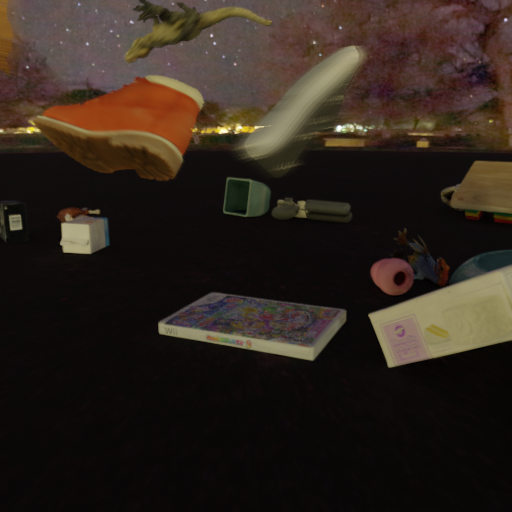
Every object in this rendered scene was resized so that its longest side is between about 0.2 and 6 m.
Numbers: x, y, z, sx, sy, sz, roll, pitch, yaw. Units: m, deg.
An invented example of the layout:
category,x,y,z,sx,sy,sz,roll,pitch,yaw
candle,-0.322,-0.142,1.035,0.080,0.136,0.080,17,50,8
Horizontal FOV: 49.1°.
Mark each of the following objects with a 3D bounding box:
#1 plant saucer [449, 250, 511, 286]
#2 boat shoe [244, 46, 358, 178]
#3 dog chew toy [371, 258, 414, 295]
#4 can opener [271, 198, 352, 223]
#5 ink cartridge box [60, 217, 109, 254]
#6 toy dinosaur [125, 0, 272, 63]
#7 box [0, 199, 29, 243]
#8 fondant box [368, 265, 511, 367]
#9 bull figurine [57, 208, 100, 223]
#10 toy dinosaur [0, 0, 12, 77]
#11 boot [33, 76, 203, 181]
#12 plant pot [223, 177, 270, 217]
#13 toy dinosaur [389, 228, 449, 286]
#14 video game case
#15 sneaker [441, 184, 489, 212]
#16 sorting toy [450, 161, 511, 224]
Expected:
category,x,y,z,sx,sy,sz,roll,pitch,yaw
plant saucer,4.078,0.323,7.541,2.786,0.382,2.786,-1,13,0
boat shoe,0.878,-2.199,8.642,2.548,0.844,0.891,-51,26,-24
dog chew toy,1.816,0.258,7.659,0.493,0.493,0.792,-2,6,-9
can opener,1.275,-0.977,13.159,1.879,0.501,0.628,8,48,29
ink cartridge box,-3.093,-0.371,10.090,0.546,0.532,0.849,2,13,10
toy dinosaur,-1.322,-4.135,9.973,2.934,0.696,1.293,-4,1,23
box,-4.819,-0.709,11.055,0.446,0.747,0.760,-9,16,-32
fondant box,2.274,0.437,5.360,1.969,0.573,1.420,-10,-13,-39
bull figurine,-3.949,-0.852,12.415,0.775,0.416,1.276,-8,16,-37
toy dinosaur,-3.151,-2.717,6.760,0.658,2.177,1.156,16,-28,-33
boot,-2.386,-2.368,9.748,3.154,1.691,1.184,13,-21,25
plant pot,-0.155,-1.443,14.028,0.920,0.904,0.901,1,9,-45
toy dinosaur,2.500,0.073,8.243,1.318,0.692,1.196,3,27,-37
video game case,-0.007,0.733,6.248,1.754,0.158,1.256,5,15,23
sneaker,5.539,-1.464,14.552,0.794,0.732,1.801,-12,12,-24
sorting toy,5.776,-1.485,13.270,1.709,0.595,1.699,11,50,40
